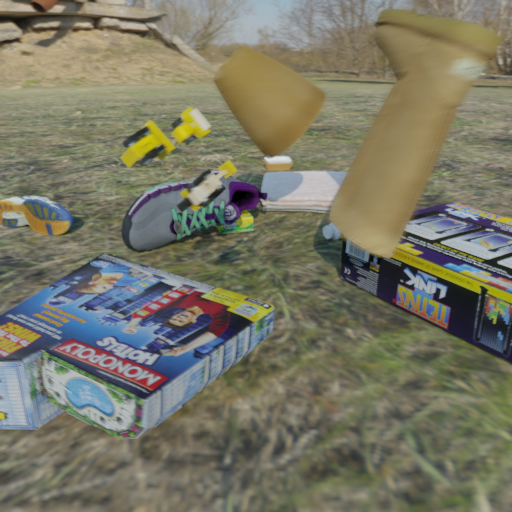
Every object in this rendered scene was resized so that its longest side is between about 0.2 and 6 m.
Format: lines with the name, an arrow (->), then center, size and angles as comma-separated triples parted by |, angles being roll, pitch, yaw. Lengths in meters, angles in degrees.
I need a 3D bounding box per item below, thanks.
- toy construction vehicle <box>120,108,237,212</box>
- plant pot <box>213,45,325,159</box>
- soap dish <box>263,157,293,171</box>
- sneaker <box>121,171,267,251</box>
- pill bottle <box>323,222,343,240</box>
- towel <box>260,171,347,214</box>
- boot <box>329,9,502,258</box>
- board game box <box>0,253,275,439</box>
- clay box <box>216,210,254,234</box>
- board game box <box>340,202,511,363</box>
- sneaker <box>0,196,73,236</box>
toy construction vehicle -> -0.832, -1.037, 6.221 | 0.438, 1.083, 1.244 | -33, 14, 43
plant pot -> 0.119, -2.935, 10.182 | 1.702, 1.586, 1.586 | 39, 10, -22
soap dish -> 0.692, -2.988, 18.157 | 0.879, 0.357, 0.691 | -3, 22, -7
sneaker -> -1.219, -0.968, 11.632 | 1.420, 1.207, 3.244 | 17, 37, 37
pill bottle -> 1.804, -0.564, 12.064 | 0.713, 0.399, 0.399 | -13, 25, -27
towel -> 1.644, -1.739, 14.896 | 3.012, 0.486, 2.877 | 2, 23, 4
boot -> 1.997, -2.016, 8.737 | 1.087, 3.287, 2.879 | 17, 20, -18
board game box -> -1.940, 1.201, 6.877 | 3.187, 0.983, 3.185 | 15, 27, 32
clay box -> -0.579, -0.880, 12.937 | 0.794, 0.329, 1.383 | -7, 22, -15
board game box -> 3.775, 0.219, 9.251 | 3.094, 1.061, 3.743 | -12, 25, -32
sneaker -> -4.860, -1.048, 12.702 | 2.196, 0.827, 0.968 | 12, 25, 26
